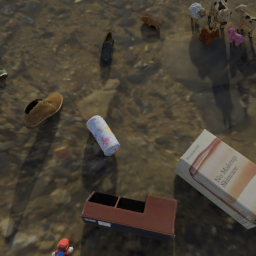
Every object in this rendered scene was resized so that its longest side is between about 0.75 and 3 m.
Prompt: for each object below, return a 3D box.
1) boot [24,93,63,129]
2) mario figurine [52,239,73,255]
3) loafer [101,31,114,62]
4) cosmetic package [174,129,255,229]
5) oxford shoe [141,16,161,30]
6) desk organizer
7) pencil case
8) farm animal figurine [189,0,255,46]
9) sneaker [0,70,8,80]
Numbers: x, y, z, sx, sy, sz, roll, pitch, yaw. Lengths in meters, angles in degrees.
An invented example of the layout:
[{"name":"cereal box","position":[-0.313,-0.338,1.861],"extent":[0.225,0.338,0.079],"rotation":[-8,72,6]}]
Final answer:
[{"name":"boot","position":[-2.986,-0.813,10.047],"extent":[0.721,0.739,1.959],"rotation":[14,42,18]},{"name":"mario figurine","position":[-1.905,3.637,8.162],"extent":[0.477,0.409,0.772],"rotation":[23,70,-28]},{"name":"loafer","position":[-0.879,-3.427,11.757],"extent":[0.527,0.524,1.448],"rotation":[3,63,0]},{"name":"cosmetic package","position":[3.041,1.552,8.681],"extent":[2.839,1.239,1.467],"rotation":[36,68,18]},{"name":"oxford shoe","position":[0.968,-4.725,12.571],"extent":[0.966,0.344,0.344],"rotation":[31,71,14]},{"name":"desk organizer","position":[0.054,2.507,8.347],"extent":[2.685,0.963,1.034],"rotation":[10,60,5]},{"name":"pencil case","position":[-0.886,0.255,9.728],"extent":[0.657,0.602,1.449],"rotation":[-43,66,14]},{"name":"farm animal figurine","position":[4.196,-4.776,12.027],"extent":[2.524,1.316,2.496],"rotation":[-14,63,-7]},{"name":"sneaker","position":[-5.225,-2.102,11.217],"extent":[0.815,0.273,0.366],"rotation":[-18,54,-8]}]
